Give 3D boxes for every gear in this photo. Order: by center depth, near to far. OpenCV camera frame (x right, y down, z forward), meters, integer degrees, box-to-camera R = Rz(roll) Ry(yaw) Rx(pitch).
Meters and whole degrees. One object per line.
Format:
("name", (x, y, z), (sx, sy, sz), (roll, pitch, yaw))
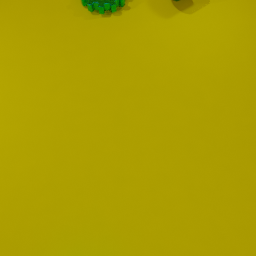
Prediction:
("gear", (-0.732, -4.067, 8.464), (1.448, 0.268, 1.448), (-1, 64, 1))
